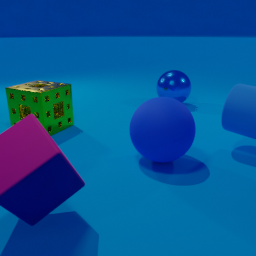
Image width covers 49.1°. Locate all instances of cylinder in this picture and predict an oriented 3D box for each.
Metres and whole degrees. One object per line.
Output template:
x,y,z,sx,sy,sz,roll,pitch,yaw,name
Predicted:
2.848,-0.332,6.234,1.122,1.122,1.122,21,28,37,cylinder

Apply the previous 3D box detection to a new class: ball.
1.688,-1.490,10.351,1.280,1.280,1.280,0,20,0,ball
0.722,0.034,5.933,1.384,1.384,1.384,0,20,0,ball

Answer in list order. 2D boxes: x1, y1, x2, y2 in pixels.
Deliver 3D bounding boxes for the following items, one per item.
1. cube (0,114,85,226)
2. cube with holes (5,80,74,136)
-1.312,0.568,3.824,0.917,0.917,0.917,-37,53,-13,cube
-2.440,-0.583,7.909,1.244,1.244,1.244,10,22,25,cube with holes
